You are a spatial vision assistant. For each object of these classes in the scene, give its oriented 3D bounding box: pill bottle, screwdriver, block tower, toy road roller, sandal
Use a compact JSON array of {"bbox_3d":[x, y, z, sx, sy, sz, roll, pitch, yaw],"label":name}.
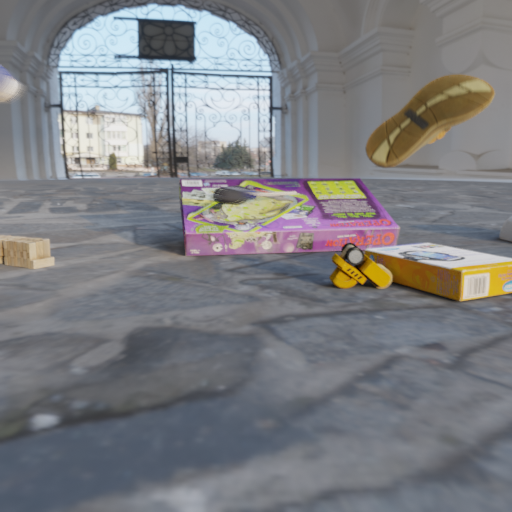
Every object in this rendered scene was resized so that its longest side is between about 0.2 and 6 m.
[{"bbox_3d":[-4.839,-3.296,10.081,0.540,0.540,0.973,6,-27,29],"label":"pill bottle"},{"bbox_3d":[0.124,-1.263,11.560,0.385,0.370,2.649,13,14,42],"label":"screwdriver"},{"bbox_3d":[-4.818,-0.111,11.019,1.874,0.542,0.506,7,13,28],"label":"block tower"},{"bbox_3d":[1.629,0.289,9.072,0.972,0.709,0.597,36,8,-7],"label":"toy road roller"},{"bbox_3d":[3.537,-2.743,11.648,2.904,1.166,0.784,-36,-24,0],"label":"sandal"}]

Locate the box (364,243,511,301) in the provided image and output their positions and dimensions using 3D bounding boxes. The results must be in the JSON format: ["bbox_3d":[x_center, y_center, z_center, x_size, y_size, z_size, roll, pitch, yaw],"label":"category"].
[{"bbox_3d":[3.034,0.191,9.463,1.530,0.533,2.570,-5,9,-26],"label":"box"}]

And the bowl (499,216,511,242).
[{"bbox_3d":[7.154,-0.665,13.610,1.876,0.701,1.879,-3,12,-12],"label":"bowl"}]

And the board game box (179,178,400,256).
[{"bbox_3d":[0.609,-1.010,13.148,4.711,0.761,2.827,-1,27,-9],"label":"board game box"}]
